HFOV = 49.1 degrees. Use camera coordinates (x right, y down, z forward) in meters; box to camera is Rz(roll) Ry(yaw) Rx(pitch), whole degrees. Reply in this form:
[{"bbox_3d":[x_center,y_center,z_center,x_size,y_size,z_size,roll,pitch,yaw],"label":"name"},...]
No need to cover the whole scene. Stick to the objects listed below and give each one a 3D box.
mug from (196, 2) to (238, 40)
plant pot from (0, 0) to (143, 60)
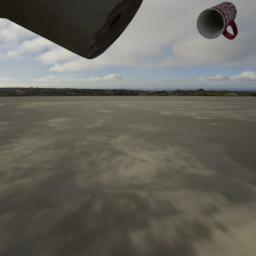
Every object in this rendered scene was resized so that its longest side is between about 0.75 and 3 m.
[{"bbox_3d":[2.936,-3.357,8.931,0.904,1.203,1.355,-12,22,46],"label":"mug"},{"bbox_3d":[-1.066,-2.550,4.791,2.380,2.742,2.742,41,9,-2],"label":"plant pot"}]
